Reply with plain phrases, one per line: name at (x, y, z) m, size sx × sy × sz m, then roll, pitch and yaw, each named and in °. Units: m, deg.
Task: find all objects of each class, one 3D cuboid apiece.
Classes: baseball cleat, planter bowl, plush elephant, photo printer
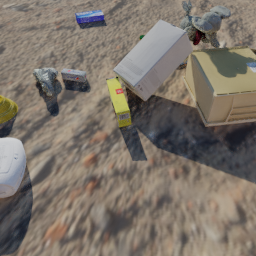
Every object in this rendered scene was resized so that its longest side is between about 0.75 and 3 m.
baseball cleat at (-3.075, -1.922, 10.943) m, size 0.955 × 0.626 × 1.795 m, roll -25°, pitch 51°, yaw -23°
planter bowl at (-4.626, -0.772, 9.853) m, size 1.331 × 0.554 × 1.331 m, roll 0°, pitch 45°, yaw 0°
plush elephant at (3.026, -3.888, 11.075) m, size 1.917 × 2.328 × 1.802 m, roll -32°, pitch 36°, yaw -15°
photo printer at (-4.009, 1.134, 7.797) m, size 2.205 × 0.766 × 1.835 m, roll -7°, pitch 45°, yaw -7°

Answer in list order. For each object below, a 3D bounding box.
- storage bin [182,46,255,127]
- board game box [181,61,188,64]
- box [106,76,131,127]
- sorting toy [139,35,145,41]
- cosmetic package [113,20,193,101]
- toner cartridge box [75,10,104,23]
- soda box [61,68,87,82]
storage bin at (3.815, -1.641, 10.184) m, size 2.832 × 1.337 × 2.852 m, roll -6°, pitch 45°, yaw -6°
board game box at (2.313, -3.129, 12.388) m, size 0.982 × 0.180 × 0.743 m, roll -14°, pitch 56°, yaw -13°
box at (-0.342, -0.969, 9.905) m, size 0.489 × 0.735 × 1.952 m, roll -13°, pitch 45°, yaw -4°
sorting toy at (1.706, -4.270, 13.449) m, size 2.205 × 0.373 × 1.063 m, roll 10°, pitch 46°, yaw 11°
cosmetic package at (0.925, -2.504, 10.331) m, size 2.638 × 1.119 × 1.419 m, roll -45°, pitch 53°, yaw 0°
toner cartridge box at (-2.101, -6.086, 15.291) m, size 1.467 × 0.317 × 0.697 m, roll -13°, pitch 47°, yaw -13°
soda box at (-2.188, -2.137, 11.356) m, size 0.992 × 0.338 × 0.315 m, roll 10°, pitch 46°, yaw 10°
